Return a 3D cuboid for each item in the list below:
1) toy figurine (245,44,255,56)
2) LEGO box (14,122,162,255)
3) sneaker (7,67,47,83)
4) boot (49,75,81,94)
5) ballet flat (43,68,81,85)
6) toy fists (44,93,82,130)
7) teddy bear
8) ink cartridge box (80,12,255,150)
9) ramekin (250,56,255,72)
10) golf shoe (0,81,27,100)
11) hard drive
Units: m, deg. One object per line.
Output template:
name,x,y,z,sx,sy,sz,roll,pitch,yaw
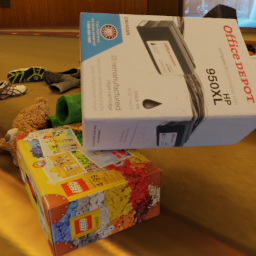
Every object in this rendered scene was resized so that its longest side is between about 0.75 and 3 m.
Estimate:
toy figurine,3.921,-2.585,11.625,2.796,1.976,2.840,10,26,22
LEGO box,-0.864,0.833,5.194,1.875,0.971,2.518,-13,27,-27
sneaker,-4.629,-2.565,13.140,1.905,0.718,0.728,-4,25,-13
boot,-2.838,-1.843,11.937,1.222,0.488,1.344,14,34,32
ballet flat,-2.921,-2.573,13.192,0.784,0.671,2.361,17,29,33
toy fists,-1.292,-0.346,6.989,1.196,0.807,2.346,-10,-13,-34
teddy bear,-2.500,-0.063,6.831,1.520,0.700,2.096,-19,37,26
ink cartridge box,0.639,-0.829,5.025,2.935,1.236,2.122,-2,64,-10
ramekin,3.498,-0.939,8.036,2.032,2.032,1.066,16,38,32
golf shoe,-4.626,-1.532,10.929,0.570,0.650,1.477,17,28,36
hard drive,2.230,-2.030,7.392,0.536,1.709,2.534,-10,2,-4
